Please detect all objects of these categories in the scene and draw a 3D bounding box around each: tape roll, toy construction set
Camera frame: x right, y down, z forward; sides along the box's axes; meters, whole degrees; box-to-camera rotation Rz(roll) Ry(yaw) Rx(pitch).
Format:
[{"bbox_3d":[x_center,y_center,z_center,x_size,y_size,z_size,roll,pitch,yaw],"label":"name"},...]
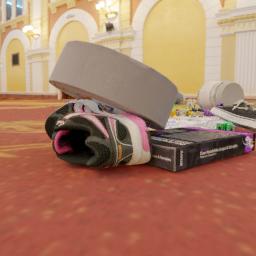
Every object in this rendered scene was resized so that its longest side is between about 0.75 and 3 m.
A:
[{"bbox_3d":[-0.277,-0.787,5.730,2.516,0.831,2.516,22,-4,2],"label":"tape roll"},{"bbox_3d":[2.641,-0.721,12.588,1.271,0.893,1.938,7,21,45],"label":"toy construction set"}]

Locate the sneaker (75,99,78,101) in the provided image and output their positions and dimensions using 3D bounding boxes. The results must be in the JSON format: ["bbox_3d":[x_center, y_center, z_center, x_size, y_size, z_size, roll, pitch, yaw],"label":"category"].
[{"bbox_3d":[-0.941,-1.231,11.245,2.946,1.086,1.179,-26,17,-2],"label":"sneaker"}]

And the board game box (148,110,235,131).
[{"bbox_3d":[2.294,-0.272,9.883,2.777,0.359,2.777,4,12,20],"label":"board game box"}]

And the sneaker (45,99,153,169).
[{"bbox_3d":[-0.951,0.076,5.192,1.232,1.146,2.853,-11,10,-40],"label":"sneaker"}]

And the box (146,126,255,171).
[{"bbox_3d":[1.146,0.324,5.796,2.520,0.455,1.801,-4,8,-38],"label":"box"}]

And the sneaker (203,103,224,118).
[{"bbox_3d":[4.081,-0.748,12.718,0.762,0.789,1.891,-4,8,-27],"label":"sneaker"}]

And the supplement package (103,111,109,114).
[{"bbox_3d":[-0.464,-0.368,9.488,1.507,0.857,0.826,-7,8,-37],"label":"supplement package"}]

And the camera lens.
[{"bbox_3d":[5.552,-1.891,17.085,1.906,1.906,2.382,-3,7,-22],"label":"camera lens"}]

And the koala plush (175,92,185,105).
[{"bbox_3d":[1.201,-1.622,14.177,2.554,2.646,2.880,-7,22,-39],"label":"koala plush"}]

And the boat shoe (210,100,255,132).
[{"bbox_3d":[3.548,-0.450,8.619,0.855,0.791,2.317,25,3,-27],"label":"boat shoe"}]

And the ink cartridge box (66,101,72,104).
[{"bbox_3d":[-2.218,-0.931,13.857,1.256,0.703,1.841,18,19,37],"label":"ink cartridge box"}]
